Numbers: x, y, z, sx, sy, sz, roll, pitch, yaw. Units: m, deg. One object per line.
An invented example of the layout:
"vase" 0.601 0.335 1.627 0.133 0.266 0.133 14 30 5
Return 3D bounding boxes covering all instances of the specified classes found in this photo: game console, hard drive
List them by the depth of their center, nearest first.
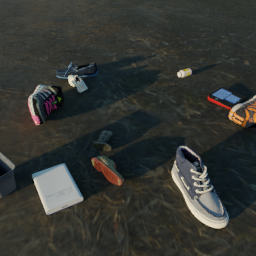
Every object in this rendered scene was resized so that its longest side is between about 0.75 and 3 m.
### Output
"hard drive" -2.268 1.880 8.905 1.127 0.217 1.709 -18 39 -23
"game console" 4.819 -1.496 13.663 1.568 0.243 1.387 -29 44 -34

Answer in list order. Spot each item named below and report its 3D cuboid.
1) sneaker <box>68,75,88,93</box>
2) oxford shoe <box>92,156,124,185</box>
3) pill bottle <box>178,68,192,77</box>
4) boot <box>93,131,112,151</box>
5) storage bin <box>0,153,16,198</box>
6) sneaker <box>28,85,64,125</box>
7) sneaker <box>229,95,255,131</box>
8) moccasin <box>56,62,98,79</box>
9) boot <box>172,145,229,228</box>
"sneaker" -2.660 -2.476 14.569 0.620 0.725 1.664 -35 44 -18
"oxford shoe" -0.582 1.337 9.402 0.581 0.547 1.553 -23 41 -33
"pill bottle" 3.179 -3.088 15.769 0.767 0.400 0.400 -18 39 -23
"boot" -0.833 0.480 10.858 0.832 0.332 0.915 17 32 19
"storage bin" -4.187 1.518 8.786 1.417 0.952 1.031 26 43 33
"sneaker" -3.524 -1.171 12.450 1.291 1.089 2.951 -8 31 -1
"sneaker" 5.756 -0.617 11.931 2.675 1.037 1.498 -27 46 -17
"moccasin" -2.897 -3.345 15.789 2.308 0.787 0.929 -11 37 -14
"boot" 2.102 1.668 8.386 0.932 1.158 2.563 -14 38 -19
